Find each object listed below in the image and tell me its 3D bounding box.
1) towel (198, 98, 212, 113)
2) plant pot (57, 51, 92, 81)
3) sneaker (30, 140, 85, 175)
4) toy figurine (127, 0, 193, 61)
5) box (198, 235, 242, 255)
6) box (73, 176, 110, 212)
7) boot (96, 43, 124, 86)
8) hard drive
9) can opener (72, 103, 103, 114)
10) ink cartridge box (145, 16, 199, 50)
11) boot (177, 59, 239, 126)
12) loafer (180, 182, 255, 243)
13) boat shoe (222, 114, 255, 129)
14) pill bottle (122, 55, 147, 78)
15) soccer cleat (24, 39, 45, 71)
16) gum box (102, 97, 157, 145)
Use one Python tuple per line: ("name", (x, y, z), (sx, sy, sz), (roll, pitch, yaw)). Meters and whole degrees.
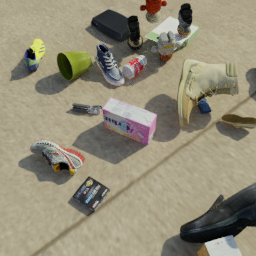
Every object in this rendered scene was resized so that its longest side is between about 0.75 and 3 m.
("towel", (2.984, -0.920, 11.132), (0.452, 0.196, 0.809), (-4, 52, -14))
("plant pot", (-2.222, -2.789, 12.041), (1.172, 1.218, 1.218), (-28, 57, -33))
("sneaker", (-2.454, 0.976, 9.380), (1.917, 0.746, 0.788), (17, 56, 13))
("toy figurine", (1.421, -4.492, 12.624), (2.600, 1.837, 2.641), (28, 75, 12))
("box", (2.532, 3.771, 7.098), (0.808, 1.031, 1.657), (-12, 54, -8))
("box", (-1.154, 2.082, 8.889), (0.850, 0.213, 0.856), (28, 58, 20))
("boot", (-0.831, -2.750, 12.056), (0.745, 0.925, 2.048), (-27, 58, -19))
("hard drive", (-0.676, -5.270, 14.226), (2.246, 0.475, 1.515), (38, 62, 25))
("can opener", (-1.606, -0.769, 11.019), (1.179, 0.310, 0.392), (8, 18, 4))
("ink cartridge box", (2.128, -4.460, 13.564), (1.709, 0.563, 2.349), (31, 59, 21))
("boot", (2.968, -1.293, 10.398), (2.145, 1.005, 2.760), (7, 67, 15))
("loafer", (2.751, 2.352, 7.718), (2.943, 1.071, 1.064), (-25, 45, 17))
("boat shoe", (4.147, -0.194, 10.460), (1.259, 0.418, 0.466), (13, 53, 26))
("pill bottle", (0.319, -2.698, 12.212), (0.619, 0.619, 1.103), (34, 60, 23))
("soccer cleat", (-4.210, -3.462, 12.630), (0.666, 0.862, 2.061), (0, 53, 0))
("gum box", (-0.003, -0.259, 10.075), (1.936, 1.098, 0.640), (22, 56, 16))
